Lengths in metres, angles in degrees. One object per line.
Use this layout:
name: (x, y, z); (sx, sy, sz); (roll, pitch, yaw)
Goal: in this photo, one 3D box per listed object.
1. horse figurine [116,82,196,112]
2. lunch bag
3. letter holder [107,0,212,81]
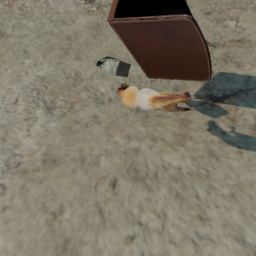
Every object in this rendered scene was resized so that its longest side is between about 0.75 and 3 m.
horse figurine: (0.572, -0.698, 6.630); (2.292, 0.572, 1.519); (14, 10, 29)
lunch bag: (-0.414, -1.689, 7.671); (0.775, 0.456, 0.636); (21, 13, 29)
letter holder: (1.173, -2.513, 7.253); (2.103, 2.958, 1.488); (10, 78, 26)
